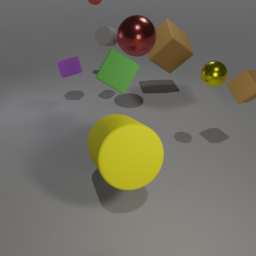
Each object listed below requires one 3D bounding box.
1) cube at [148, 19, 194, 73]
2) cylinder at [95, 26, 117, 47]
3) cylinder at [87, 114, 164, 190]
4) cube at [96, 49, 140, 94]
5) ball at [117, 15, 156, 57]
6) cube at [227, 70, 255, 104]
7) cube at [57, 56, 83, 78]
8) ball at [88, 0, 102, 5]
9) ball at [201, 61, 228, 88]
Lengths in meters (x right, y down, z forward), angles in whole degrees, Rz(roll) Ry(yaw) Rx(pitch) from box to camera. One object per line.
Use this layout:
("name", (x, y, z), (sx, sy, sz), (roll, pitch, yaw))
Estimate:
("cube", (1.773, -3.556, 12.274), (1.400, 1.400, 1.400), (23, 44, -36))
("cylinder", (-0.791, -3.489, 10.665), (0.700, 0.700, 0.700), (11, 15, 17))
("cylinder", (-0.111, 0.473, 6.253), (1.400, 1.400, 1.400), (-10, 14, -15))
("cube", (-0.203, -1.244, 6.148), (0.700, 0.700, 0.700), (30, 12, -4))
("ball", (0.302, -3.241, 9.893), (1.400, 1.400, 1.400), (0, 32, 0))
("cube", (3.468, -1.196, 8.126), (0.700, 0.700, 0.700), (-11, 70, -42))
("cube", (-2.480, -2.603, 11.957), (0.700, 0.700, 0.700), (-11, 15, 22))
("ball", (-1.444, -5.741, 12.202), (0.700, 0.700, 0.700), (0, 32, 0))
("ball", (2.299, -1.435, 7.480), (0.700, 0.700, 0.700), (0, 32, 0))
